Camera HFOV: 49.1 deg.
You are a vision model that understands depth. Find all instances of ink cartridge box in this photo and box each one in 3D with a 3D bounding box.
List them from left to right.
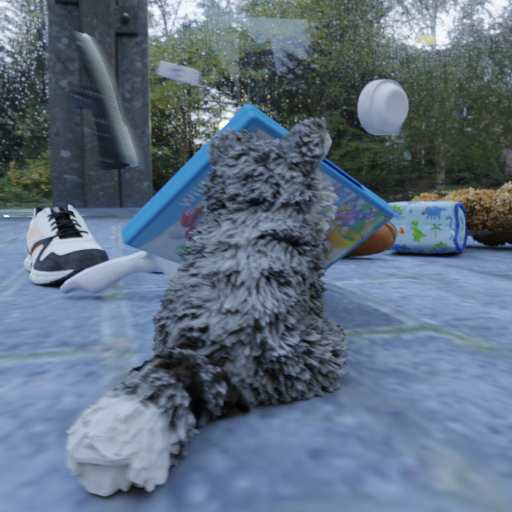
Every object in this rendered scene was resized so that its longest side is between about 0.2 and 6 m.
[{"bbox_3d":[-1.628,-4.035,12.447,0.930,0.310,0.539,17,12,9],"label":"ink cartridge box"}]

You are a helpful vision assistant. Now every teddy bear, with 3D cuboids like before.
[{"bbox_3d":[5.360,-0.982,12.373,3.888,1.298,2.819,1,-17,43],"label":"teddy bear"}]

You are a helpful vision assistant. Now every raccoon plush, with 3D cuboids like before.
[{"bbox_3d":[-0.056,-0.012,3.312,1.263,1.749,2.611,1,6,8],"label":"raccoon plush"}]

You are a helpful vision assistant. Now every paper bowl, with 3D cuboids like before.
[{"bbox_3d":[2.881,-3.288,12.398,1.198,1.198,0.623,-4,11,-33],"label":"paper bowl"}]

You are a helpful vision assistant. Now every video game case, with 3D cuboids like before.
[{"bbox_3d":[0.124,-0.315,5.330,1.622,0.202,2.266,-40,-39,24],"label":"video game case"}]

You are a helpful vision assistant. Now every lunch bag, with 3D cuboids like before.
[{"bbox_3d":[3.542,-0.547,11.616,1.514,1.135,1.780,3,-6,26],"label":"lunch bag"}]

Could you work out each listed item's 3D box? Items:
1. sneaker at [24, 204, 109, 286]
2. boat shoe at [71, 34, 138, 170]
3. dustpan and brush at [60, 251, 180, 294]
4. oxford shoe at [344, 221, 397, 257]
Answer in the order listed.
[{"bbox_3d":[-2.901,-0.201,8.248,1.007,1.093,2.731,-2,8,-34],"label":"sneaker"},{"bbox_3d":[-2.440,-2.256,8.494,0.672,2.026,0.757,-21,22,-11],"label":"boat shoe"},{"bbox_3d":[-0.801,-0.005,6.512,3.022,0.865,2.109,-28,-15,0],"label":"dustpan and brush"},{"bbox_3d":[1.135,-0.249,10.433,2.920,1.041,1.041,1,34,11],"label":"oxford shoe"}]
